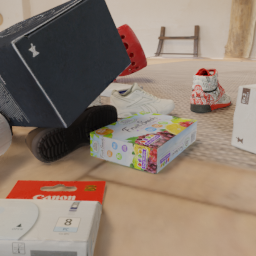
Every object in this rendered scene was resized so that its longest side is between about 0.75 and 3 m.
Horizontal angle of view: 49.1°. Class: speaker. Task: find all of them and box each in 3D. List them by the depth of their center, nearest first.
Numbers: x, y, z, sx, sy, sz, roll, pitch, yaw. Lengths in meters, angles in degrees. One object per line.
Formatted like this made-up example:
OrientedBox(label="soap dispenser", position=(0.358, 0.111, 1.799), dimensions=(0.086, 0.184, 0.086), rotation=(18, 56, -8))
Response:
OrientedBox(label="speaker", position=(-2.871, 0.454, 4.151), dimensions=(1.104, 1.104, 2.719), rotation=(2, 17, 5))

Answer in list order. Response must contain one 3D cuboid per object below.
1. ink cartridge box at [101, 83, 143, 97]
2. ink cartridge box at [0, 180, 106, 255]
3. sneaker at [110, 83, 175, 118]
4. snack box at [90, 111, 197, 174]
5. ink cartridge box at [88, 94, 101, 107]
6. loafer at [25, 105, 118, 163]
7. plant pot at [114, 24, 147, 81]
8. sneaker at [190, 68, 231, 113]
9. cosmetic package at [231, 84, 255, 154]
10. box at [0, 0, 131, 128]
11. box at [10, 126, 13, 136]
OrientedBox(label="ink cartridge box", position=(-0.524, -1.687, 12.427), dimensions=(1.725, 0.350, 1.722), rotation=(15, 23, 41))
OrientedBox(label="ink cartridge box", position=(-1.087, 0.974, 3.588), dimensions=(1.482, 0.438, 1.852), rotation=(0, 18, 1))
OrientedBox(label="sneaker", position=(0.440, -0.849, 8.513), dimensions=(2.088, 1.037, 0.813), rotation=(-3, 17, -10))
OrientedBox(label="snack box", position=(0.416, 0.187, 5.954), dimensions=(1.483, 0.552, 2.085), rotation=(10, 20, 30))
OrientedBox(label="ink cartridge box", position=(-2.488, -1.134, 9.133), dimensions=(2.880, 1.210, 2.102), rotation=(-6, 18, -18))
OrientedBox(label="loafer", position=(-1.162, -0.043, 6.107), dimensions=(0.866, 0.891, 2.440), rotation=(15, 22, 36))
OrientedBox(label="plant pot", position=(-0.534, -4.226, 16.330), dimensions=(2.480, 2.724, 2.724), rotation=(-31, 19, 0))
OrientedBox(label="sneaker", position=(3.011, -1.414, 9.789), dimensions=(0.853, 1.369, 2.554), rotation=(14, 22, 38))
OrientedBox(label="cosmetic package", position=(3.274, -0.205, 5.874), dimensions=(1.631, 1.344, 1.346), rotation=(-12, 22, -33))
OrientedBox(label="box", position=(-1.861, -1.294, 5.735), dimensions=(2.977, 1.594, 2.210), rotation=(1, 40, 40))
OrientedBox(label="box", position=(-3.855, 0.019, 6.815), dimensions=(1.542, 0.379, 1.597), rotation=(-11, 20, -39))
